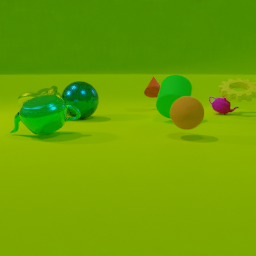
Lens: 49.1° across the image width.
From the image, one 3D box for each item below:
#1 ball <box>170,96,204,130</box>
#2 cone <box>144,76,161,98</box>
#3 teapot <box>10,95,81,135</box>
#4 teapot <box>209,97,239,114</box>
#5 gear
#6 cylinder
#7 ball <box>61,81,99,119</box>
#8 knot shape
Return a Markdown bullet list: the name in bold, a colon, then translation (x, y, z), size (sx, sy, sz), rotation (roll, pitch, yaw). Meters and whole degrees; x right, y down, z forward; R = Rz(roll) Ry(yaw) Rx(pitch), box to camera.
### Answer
- **ball**: translation (1.456, -0.368, 6.909), size (0.826, 0.826, 0.826), rotation (0, 12, 0)
- **cone**: translation (1.107, -1.881, 12.026), size (0.849, 0.852, 0.849), rotation (1, -27, 1)
- **teapot**: translation (-2.192, -0.269, 7.220), size (1.929, 0.944, 1.199), rotation (-9, 28, 1)
- **teapot**: translation (3.598, -0.871, 10.599), size (1.161, 0.569, 0.722), rotation (28, 30, 15)
- **gear**: translation (4.215, -1.451, 10.605), size (1.444, 0.267, 1.444), rotation (-6, 34, 4)
- **cylinder**: translation (1.515, -1.013, 9.133), size (1.051, 1.051, 1.051), rotation (4, 46, 17)
- **ball**: translation (-1.634, -0.952, 9.562), size (1.278, 1.278, 1.278), rotation (0, 12, 0)
- **knot shape**: translation (-2.895, -1.025, 9.875), size (1.618, 0.748, 1.514), rotation (-8, 13, 28)
